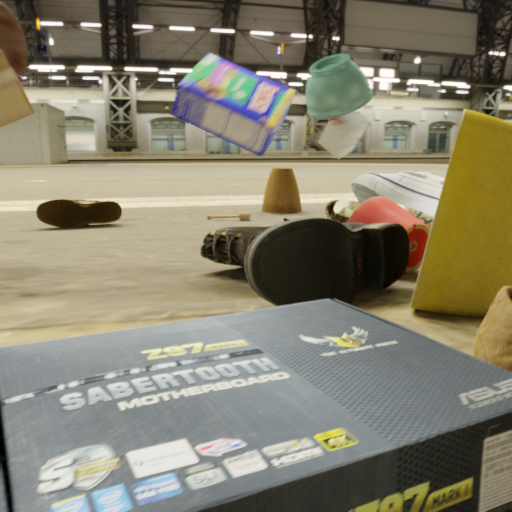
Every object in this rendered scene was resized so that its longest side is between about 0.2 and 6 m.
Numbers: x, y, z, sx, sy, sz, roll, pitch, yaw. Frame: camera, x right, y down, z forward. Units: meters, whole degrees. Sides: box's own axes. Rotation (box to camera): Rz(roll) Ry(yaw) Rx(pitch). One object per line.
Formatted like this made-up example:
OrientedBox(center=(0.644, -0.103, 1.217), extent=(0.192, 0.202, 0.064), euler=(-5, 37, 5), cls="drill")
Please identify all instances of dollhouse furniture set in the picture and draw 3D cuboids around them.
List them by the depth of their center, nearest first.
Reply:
OrientedBox(center=(-4.120, -2.603, 8.162), extent=(1.073, 1.416, 1.615), euler=(-28, 63, -14), cls="dollhouse furniture set")

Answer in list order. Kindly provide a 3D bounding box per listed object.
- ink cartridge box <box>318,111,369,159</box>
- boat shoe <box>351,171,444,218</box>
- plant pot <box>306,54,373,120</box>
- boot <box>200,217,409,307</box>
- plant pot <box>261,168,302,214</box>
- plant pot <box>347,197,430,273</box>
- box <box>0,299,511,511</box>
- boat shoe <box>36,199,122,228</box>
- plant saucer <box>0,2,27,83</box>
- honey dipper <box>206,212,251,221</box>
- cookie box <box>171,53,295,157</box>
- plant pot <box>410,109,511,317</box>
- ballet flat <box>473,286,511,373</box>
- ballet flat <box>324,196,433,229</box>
OrientedBox(center=(1.756, -2.493, 11.307), extent=(0.582, 0.800, 0.579), euler=(44, 51, 13), cls="ink cartridge box")
OrientedBox(center=(3.038, -0.961, 10.315), extent=(1.117, 1.230, 3.345), euler=(-35, 31, -7), cls="boat shoe")
OrientedBox(center=(1.462, -3.223, 10.459), extent=(1.261, 0.845, 1.261), euler=(-17, 32, 11), cls="plant pot")
OrientedBox(center=(0.212, 0.002, 7.114), extent=(2.594, 1.031, 2.979), euler=(6, 6, 42), cls="boot")
OrientedBox(center=(0.684, -1.737, 14.765), extent=(1.077, 1.155, 1.077), euler=(1, 12, 0), cls="plant pot")
OrientedBox(center=(1.955, -0.257, 8.103), extent=(1.041, 1.041, 0.921), euler=(-7, 23, -30), cls="plant pot")
OrientedBox(center=(-0.052, 0.893, 3.075), extent=(2.564, 0.654, 2.022), euler=(-5, 11, -26), cls="box")
OrientedBox(center=(-3.871, -0.916, 12.272), extent=(1.772, 0.649, 0.574), euler=(0, 1, -20), cls="boat shoe")
OrientedBox(center=(-4.405, -3.169, 8.753), extent=(0.303, 1.762, 1.762), euler=(21, 19, 23), cls="plant saucer")
OrientedBox(center=(-0.664, -0.916, 13.208), extent=(1.073, 0.204, 0.204), euler=(-1, 11, 13), cls="honey dipper")
OrientedBox(center=(-0.309, -2.259, 8.262), extent=(1.465, 0.551, 1.253), euler=(25, 44, 0), cls="cookie box")
OrientedBox(center=(3.026, -0.382, 6.376), extent=(1.868, 2.117, 2.118), euler=(16, 16, 17), cls="plant pot")
OrientedBox(center=(2.634, 0.659, 3.671), extent=(0.816, 0.870, 2.406), euler=(-3, 11, -41), cls="ballet flat")
OrientedBox(center=(1.951, -0.600, 9.548), extent=(0.990, 0.892, 2.630), euler=(40, -8, -25), cls="ballet flat")
